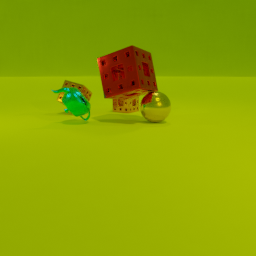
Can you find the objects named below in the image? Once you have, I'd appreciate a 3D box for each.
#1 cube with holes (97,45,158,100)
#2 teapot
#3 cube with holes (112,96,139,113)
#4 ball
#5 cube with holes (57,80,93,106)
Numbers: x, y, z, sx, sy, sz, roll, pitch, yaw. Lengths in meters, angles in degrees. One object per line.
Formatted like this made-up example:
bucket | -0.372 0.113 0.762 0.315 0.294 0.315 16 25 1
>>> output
cube with holes | 0.011 -1.645 8.685 1.255 1.255 1.255 -12 -2 30
teapot | -1.651 -0.769 8.490 0.746 1.523 0.947 -40 35 1
cube with holes | -0.080 -1.049 11.204 0.777 0.777 0.777 8 14 33
ball | 0.857 -0.655 8.744 0.976 0.976 0.976 0 11 0
cube with holes | -1.996 -1.185 10.562 0.835 0.835 0.835 18 -9 19
